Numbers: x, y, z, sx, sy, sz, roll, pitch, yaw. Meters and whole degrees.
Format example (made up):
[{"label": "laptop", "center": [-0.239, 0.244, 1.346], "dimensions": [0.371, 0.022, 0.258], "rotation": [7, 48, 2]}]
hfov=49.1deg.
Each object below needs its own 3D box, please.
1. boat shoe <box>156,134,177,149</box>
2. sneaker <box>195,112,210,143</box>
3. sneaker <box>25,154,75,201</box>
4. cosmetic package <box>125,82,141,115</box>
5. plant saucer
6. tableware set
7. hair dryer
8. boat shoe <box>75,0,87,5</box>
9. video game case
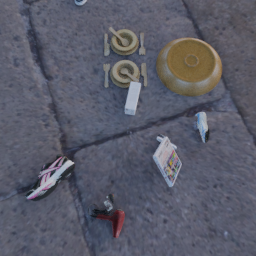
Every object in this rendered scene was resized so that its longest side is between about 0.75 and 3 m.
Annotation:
[{"label": "boat shoe", "center": [1.580, 0.529, 11.169], "dimensions": [0.885, 0.317, 0.300], "rotation": [30, 67, 9]}, {"label": "sneaker", "center": [2.999, -0.013, 11.316], "dimensions": [0.455, 0.451, 1.256], "rotation": [-14, 78, 37]}, {"label": "sneaker", "center": [-3.024, 1.840, 10.587], "dimensions": [2.089, 0.839, 0.902], "rotation": [-40, 67, -21]}, {"label": "cosmetic package", "center": [0.196, -1.215, 11.538], "dimensions": [0.460, 0.631, 1.241], "rotation": [10, 74, 3]}, {"label": "plant saucer", "center": [2.685, -2.789, 12.090], "dimensions": [2.905, 0.514, 2.905], "rotation": [0, 73, 0]}, {"label": "tableware set", "center": [-0.153, -3.131, 12.163], "dimensions": [1.875, 0.569, 2.837], "rotation": [-2, 73, -1]}, {"label": "hair dryer", "center": [-0.684, 3.303, 10.331], "dimensions": [1.165, 0.416, 1.530], "rotation": [-34, 71, 8]}, {"label": "boat shoe", "center": [-2.152, -6.682, 13.168], "dimensions": [0.605, 0.777, 1.711], "rotation": [13, 73, 4]}, {"label": "video game case", "center": [1.469, 1.200, 10.264], "dimensions": [0.166, 1.447, 1.319], "rotation": [-21, 106, 32]}]
